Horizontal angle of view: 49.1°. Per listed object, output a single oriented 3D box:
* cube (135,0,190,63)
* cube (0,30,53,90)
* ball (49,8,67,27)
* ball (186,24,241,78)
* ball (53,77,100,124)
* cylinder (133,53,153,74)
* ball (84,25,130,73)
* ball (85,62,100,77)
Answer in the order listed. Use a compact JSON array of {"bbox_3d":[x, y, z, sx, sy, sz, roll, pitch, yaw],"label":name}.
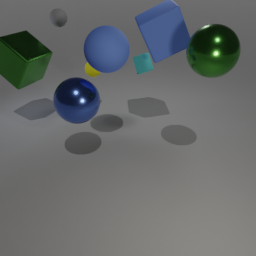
[{"bbox_3d":[1.201,-3.360,9.667,1.400,1.400,1.400,-24,33,11],"label":"cube"},{"bbox_3d":[-3.988,-2.577,10.570,1.400,1.400,1.400,40,39,3],"label":"cube"},{"bbox_3d":[-2.778,-4.390,11.175,0.700,0.700,0.700,0,30,0],"label":"ball"},{"bbox_3d":[2.280,-2.057,7.534,1.400,1.400,1.400,0,30,0],"label":"ball"},{"bbox_3d":[-1.541,-0.828,8.478,1.400,1.400,1.400,0,30,0],"label":"ball"},{"bbox_3d":[0.614,-2.626,11.444,0.700,0.700,0.700,-18,7,2],"label":"cylinder"},{"bbox_3d":[-0.651,-2.399,8.587,1.400,1.400,1.400,0,30,0],"label":"ball"},{"bbox_3d":[-1.499,-2.535,11.983,0.700,0.700,0.700,0,30,0],"label":"ball"}]
